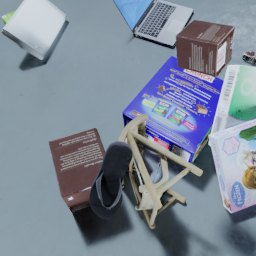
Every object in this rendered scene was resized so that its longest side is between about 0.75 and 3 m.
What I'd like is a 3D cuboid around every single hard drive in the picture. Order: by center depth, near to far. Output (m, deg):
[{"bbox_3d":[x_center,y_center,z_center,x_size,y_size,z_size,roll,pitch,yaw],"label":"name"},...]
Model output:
[{"bbox_3d":[-3.496,-4.017,10.768,1.636,0.326,2.481,33,55,-26],"label":"hard drive"}]

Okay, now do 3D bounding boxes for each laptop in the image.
[{"bbox_3d":[1.071,-4.972,11.152,2.729,1.582,2.555,22,61,13],"label":"laptop"}]

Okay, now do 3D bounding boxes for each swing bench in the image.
[{"bbox_3d":[0.498,1.125,7.084,1.336,2.048,2.059,-33,63,-19],"label":"swing bench"}]

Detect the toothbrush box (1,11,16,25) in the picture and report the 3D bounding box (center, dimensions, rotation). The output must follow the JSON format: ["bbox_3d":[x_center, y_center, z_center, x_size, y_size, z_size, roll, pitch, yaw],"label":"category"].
[{"bbox_3d":[-4.334,-4.124,11.240,0.900,0.532,1.236,-33,65,-18],"label":"toothbrush box"}]

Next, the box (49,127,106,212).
[{"bbox_3d":[-1.186,1.122,7.500,1.346,1.333,1.623,-16,60,-10],"label":"box"}]

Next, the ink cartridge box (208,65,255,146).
[{"bbox_3d":[3.815,-0.367,7.685,2.820,0.706,2.270,8,102,-12],"label":"ink cartridge box"}]

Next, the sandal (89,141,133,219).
[{"bbox_3d":[-0.370,1.112,5.535,0.681,1.791,0.384,8,24,-9],"label":"sandal"}]

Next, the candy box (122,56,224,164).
[{"bbox_3d":[1.611,-0.608,8.716,2.409,1.098,2.850,31,65,19],"label":"candy box"}]

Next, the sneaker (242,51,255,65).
[{"bbox_3d":[4.733,-2.657,10.468,0.816,0.309,0.471,33,61,20],"label":"sneaker"}]

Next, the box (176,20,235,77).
[{"bbox_3d":[1.426,-1.494,5.213,0.835,0.692,0.685,25,57,31],"label":"box"}]

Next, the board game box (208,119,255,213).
[{"bbox_3d":[3.358,0.870,7.308,2.150,2.155,0.443,-19,15,-7],"label":"board game box"}]
